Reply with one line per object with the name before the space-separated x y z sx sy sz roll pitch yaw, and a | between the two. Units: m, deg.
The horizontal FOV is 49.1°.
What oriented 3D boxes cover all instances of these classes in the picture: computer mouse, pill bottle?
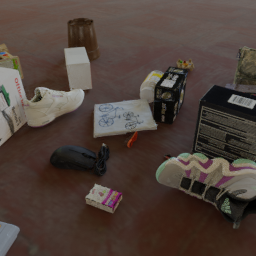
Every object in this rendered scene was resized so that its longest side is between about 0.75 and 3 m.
computer mouse | -1.582 0.879 8.994 1.914 0.505 1.326 3 37 4
pill bottle | 1.083 -1.780 12.245 0.934 0.934 1.668 12 38 16

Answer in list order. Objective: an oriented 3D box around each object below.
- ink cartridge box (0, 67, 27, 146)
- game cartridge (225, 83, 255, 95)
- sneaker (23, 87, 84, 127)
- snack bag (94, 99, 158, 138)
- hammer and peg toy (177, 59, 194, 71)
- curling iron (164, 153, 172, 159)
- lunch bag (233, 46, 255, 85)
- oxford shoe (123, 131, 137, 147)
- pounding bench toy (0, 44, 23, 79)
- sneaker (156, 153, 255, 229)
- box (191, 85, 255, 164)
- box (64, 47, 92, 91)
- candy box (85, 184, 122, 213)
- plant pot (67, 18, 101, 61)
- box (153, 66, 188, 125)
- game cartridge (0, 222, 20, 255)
ink cartridge box | -4.802 -0.559 9.581 1.218 2.110 2.889 10 38 16
game cartridge | 5.260 -1.363 11.765 2.482 0.476 1.609 8 32 28
sneaker | -2.807 -1.106 10.915 1.014 1.349 2.708 10 34 40
snack bag | -0.174 -0.442 10.870 2.358 0.252 2.223 -8 35 -2
hammer and peg toy | 3.056 -3.451 14.957 0.864 0.414 1.174 0 36 1
curling iron | 1.597 1.091 9.021 0.260 0.134 1.047 -30 46 -35
lunch bag | 5.982 -2.680 12.728 2.149 1.802 1.497 17 39 21
oxford shoe | 0.095 0.355 9.908 0.294 0.288 0.810 12 38 24
pounding bench toy | -6.102 -3.306 13.544 1.154 1.857 1.449 -28 45 -32
sneaker | 2.293 1.710 7.306 2.996 1.164 2.095 -1 36 0
box | 3.299 0.027 8.805 2.107 2.090 1.298 22 42 27
box | -2.398 -2.861 13.389 1.029 1.313 2.110 -8 37 -11
candy box | -0.665 1.940 7.757 0.855 0.261 0.583 16 39 20
plant pot | -2.580 -5.020 15.813 1.967 1.947 1.967 0 37 0
box | 1.689 -1.324 11.106 0.817 1.554 1.898 14 38 18
game cartridge | -3.571 2.687 6.739 1.552 0.322 1.033 9 33 11
